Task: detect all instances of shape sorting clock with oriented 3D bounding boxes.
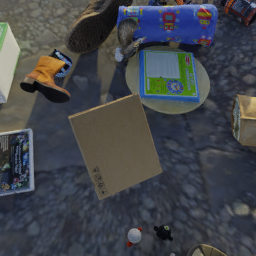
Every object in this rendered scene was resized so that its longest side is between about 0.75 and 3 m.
[{"bbox_3d":[1.147,-1.431,8.054,2.449,0.480,2.449,2,59,-3],"label":"shape sorting clock"}]

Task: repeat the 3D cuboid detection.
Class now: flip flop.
[{"bbox_3d":[2.117,3.395,5.587,2.514,0.724,1.020,39,65,1],"label":"flip flop"}]

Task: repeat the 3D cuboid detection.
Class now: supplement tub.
[{"bbox_3d":[3.668,-3.974,9.231,0.667,0.667,1.247,-40,70,-18],"label":"supplement tub"}]

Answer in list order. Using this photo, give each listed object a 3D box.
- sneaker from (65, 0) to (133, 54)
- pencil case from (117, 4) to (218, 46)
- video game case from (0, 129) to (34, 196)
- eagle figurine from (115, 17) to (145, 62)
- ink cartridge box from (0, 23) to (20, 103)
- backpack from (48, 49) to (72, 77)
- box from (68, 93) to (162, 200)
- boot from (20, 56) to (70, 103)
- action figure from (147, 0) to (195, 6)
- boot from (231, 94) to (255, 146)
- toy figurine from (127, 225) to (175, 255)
[{"bbox_3d":[-1.021,-3.460,8.971,2.862,1.008,1.081,-46,42,-14],"label":"sneaker"},{"bbox_3d":[1.165,-3.096,8.516,2.992,1.299,1.167,1,95,2],"label":"pencil case"},{"bbox_3d":[-3.165,0.885,7.071,1.510,0.194,1.661,-9,63,-4],"label":"video game case"},{"bbox_3d":[0.068,-2.397,8.024,0.968,1.275,0.962,28,87,14],"label":"eagle figurine"},{"bbox_3d":[-4.748,-1.862,7.872,2.767,1.211,2.011,1,63,-1],"label":"ink cartridge box"},{"bbox_3d":[-2.016,-1.830,8.230,0.794,0.534,0.725,32,68,16],"label":"backpack"},{"bbox_3d":[-0.128,0.243,3.686,0.957,0.125,1.171,-21,104,-14],"label":"box"},{"bbox_3d":[-1.692,-1.131,6.404,1.120,0.407,1.190,13,44,4],"label":"boot"},{"bbox_3d":[1.442,-4.392,9.495,1.931,1.044,1.996,39,96,24],"label":"action figure"},{"bbox_3d":[4.182,0.446,6.897,2.997,0.991,2.625,8,51,3],"label":"boot"},{"bbox_3d":[0.490,2.590,5.924,1.010,0.703,0.994,-4,63,-3],"label":"toy figurine"}]
